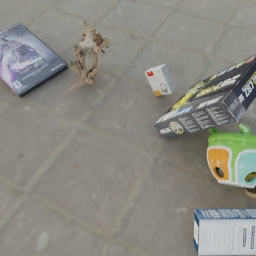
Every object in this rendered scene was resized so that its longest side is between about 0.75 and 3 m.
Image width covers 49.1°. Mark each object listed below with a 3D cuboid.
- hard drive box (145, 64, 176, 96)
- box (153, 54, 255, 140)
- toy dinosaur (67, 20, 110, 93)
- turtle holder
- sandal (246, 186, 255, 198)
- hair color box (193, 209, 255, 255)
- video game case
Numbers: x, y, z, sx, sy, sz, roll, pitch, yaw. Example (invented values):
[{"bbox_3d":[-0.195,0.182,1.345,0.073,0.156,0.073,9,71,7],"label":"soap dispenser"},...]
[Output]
[{"bbox_3d":[1.008,-1.472,8.691,0.670,0.860,0.330,-5,30,47],"label":"hard drive box"},{"bbox_3d":[2.133,-0.730,7.268,0.655,2.668,2.150,50,63,-10],"label":"box"},{"bbox_3d":[-1.277,-2.234,9.142,1.029,2.397,1.624,16,11,-8],"label":"toy dinosaur"},{"bbox_3d":[2.808,0.769,6.916,1.446,1.903,1.351,-2,74,43],"label":"turtle holder"},{"bbox_3d":[3.646,1.709,6.658,1.565,0.515,0.574,5,35,30],"label":"sandal"},{"bbox_3d":[2.277,2.203,5.964,1.663,0.832,0.503,0,10,1],"label":"hair color box"},{"bbox_3d":[-3.717,-2.448,9.675,2.790,0.265,1.993,42,64,17],"label":"video game case"}]
